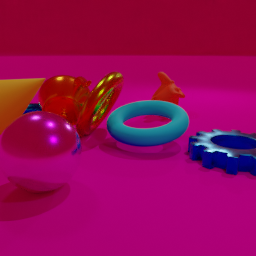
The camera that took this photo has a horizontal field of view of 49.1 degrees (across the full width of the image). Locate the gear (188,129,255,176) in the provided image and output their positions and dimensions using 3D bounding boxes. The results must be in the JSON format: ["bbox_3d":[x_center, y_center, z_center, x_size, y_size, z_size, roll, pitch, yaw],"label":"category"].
[{"bbox_3d":[2.049,0.409,5.411,1.714,0.317,1.714,0,16,0],"label":"gear"}]

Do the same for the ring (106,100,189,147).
[{"bbox_3d":[0.421,-0.147,6.136,1.798,0.360,1.798,-4,28,2],"label":"ring"}]

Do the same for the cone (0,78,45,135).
[{"bbox_3d":[-2.275,-0.695,5.757,1.301,1.296,1.296,-31,22,-8],"label":"cone"}]

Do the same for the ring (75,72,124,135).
[{"bbox_3d":[-0.651,-0.566,6.623,0.344,1.718,1.718,34,21,4],"label":"ring"}]

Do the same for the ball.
[{"bbox_3d":[-1.258,0.339,4.062,1.167,1.167,1.167,0,16,0],"label":"ball"}]

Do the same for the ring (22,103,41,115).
[{"bbox_3d":[-2.986,-0.381,8.066,1.884,0.377,1.884,0,16,0],"label":"ring"}]

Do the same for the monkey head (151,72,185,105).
[{"bbox_3d":[1.096,-1.031,8.751,1.036,1.237,1.719,-39,-7,18],"label":"monkey head"}]

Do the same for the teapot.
[{"bbox_3d":[-1.462,-0.603,6.631,1.288,2.072,1.015,29,35,-29],"label":"teapot"}]
